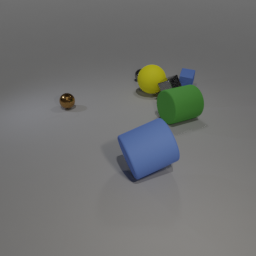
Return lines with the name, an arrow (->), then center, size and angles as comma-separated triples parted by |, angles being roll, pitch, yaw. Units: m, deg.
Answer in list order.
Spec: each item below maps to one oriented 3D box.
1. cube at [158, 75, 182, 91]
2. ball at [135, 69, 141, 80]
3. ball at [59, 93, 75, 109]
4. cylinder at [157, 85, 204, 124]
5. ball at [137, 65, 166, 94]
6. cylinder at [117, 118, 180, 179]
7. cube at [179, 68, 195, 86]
cube -> 1.930, -1.920, 12.792 | 0.700, 0.700, 0.700 | -8, 23, 47
ball -> 0.725, -2.945, 15.652 | 0.700, 0.700, 0.700 | 0, 30, 0
ball -> -2.719, -1.216, 12.534 | 0.700, 0.700, 0.700 | 0, 30, 0
cylinder -> 2.122, -0.973, 11.467 | 1.400, 1.400, 1.400 | -15, 33, -24
ball -> 1.163, -2.390, 13.734 | 1.400, 1.400, 1.400 | 0, 30, 0
cylinder -> 0.590, 0.604, 8.296 | 1.400, 1.400, 1.400 | -24, 34, -7
cube -> 3.128, -2.651, 14.884 | 0.700, 0.700, 0.700 | 13, 53, 15
